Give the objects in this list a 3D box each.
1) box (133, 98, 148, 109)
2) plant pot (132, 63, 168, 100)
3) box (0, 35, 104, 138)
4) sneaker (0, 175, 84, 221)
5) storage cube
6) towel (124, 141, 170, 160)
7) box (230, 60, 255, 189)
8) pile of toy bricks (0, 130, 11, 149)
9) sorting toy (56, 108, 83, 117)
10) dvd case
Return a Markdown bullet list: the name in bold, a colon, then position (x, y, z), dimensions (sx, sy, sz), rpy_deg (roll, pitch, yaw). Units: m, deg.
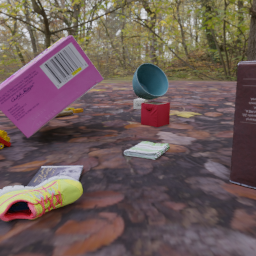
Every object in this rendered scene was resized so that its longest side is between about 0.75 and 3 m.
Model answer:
- **box**: position (0.644, -1.252, 14.389), dimensions (0.550, 0.469, 0.860), rpy_deg (4, 13, 17)
- **plant pot**: position (0.692, -1.588, 10.441), dimensions (1.351, 1.351, 0.910), rpy_deg (-8, -18, -32)
- **box**: position (-2.379, -1.383, 8.271), dimensions (2.540, 1.396, 2.888), rpy_deg (-39, 23, -4)
- **sneaker**: position (-1.194, 1.029, 3.870), dimensions (1.207, 0.472, 0.545), rpy_deg (-11, 21, -17)
- **storage cube**: position (0.983, -0.515, 10.119), dimensions (0.768, 0.808, 0.898), rpy_deg (10, 17, 40)
- **towel**: position (0.488, 0.502, 6.862), dimensions (0.837, 0.172, 1.121), rpy_deg (6, 13, 24)
- **box**: position (2.995, -0.087, 4.841), dimensions (1.764, 2.148, 1.782), rpy_deg (10, 15, 40)
- **pile of toy bricks**: position (-3.758, -0.406, 6.645), dimensions (1.270, 1.130, 2.290), rpy_deg (8, -22, 25)
- **sorting toy**: position (-3.371, -0.792, 12.530), dimensions (1.879, 0.338, 2.523), rpy_deg (10, 15, 38)
- **dvd case**: position (-1.303, 0.909, 5.137), dimensions (0.832, 0.089, 1.119), rpy_deg (-1, 12, -2)
